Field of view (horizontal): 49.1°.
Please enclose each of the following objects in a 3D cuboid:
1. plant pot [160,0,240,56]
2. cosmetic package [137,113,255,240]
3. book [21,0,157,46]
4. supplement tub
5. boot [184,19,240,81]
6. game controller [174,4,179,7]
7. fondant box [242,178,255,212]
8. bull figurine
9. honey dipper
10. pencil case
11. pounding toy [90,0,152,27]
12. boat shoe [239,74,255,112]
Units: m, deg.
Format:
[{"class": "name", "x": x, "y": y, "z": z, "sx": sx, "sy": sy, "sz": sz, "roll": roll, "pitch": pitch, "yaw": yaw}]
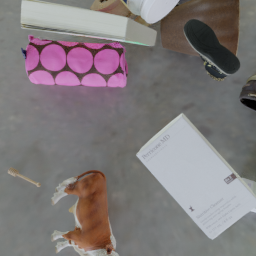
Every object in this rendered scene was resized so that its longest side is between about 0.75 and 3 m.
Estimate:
[{"class": "plant pot", "x": 1.926, "y": -2.761, "z": 7.755, "sx": 1.978, "sy": 1.849, "sz": 1.849, "roll": -1, "pitch": 61, "yaw": 14}, {"class": "cosmetic package", "x": 1.108, "y": 0.731, "z": 4.610, "sx": 1.012, "sy": 0.728, "sz": 1.794, "roll": -44, "pitch": 89, "yaw": 13}, {"class": "book", "x": -0.930, "y": -2.621, "z": 7.178, "sx": 2.902, "sy": 1.939, "sz": 0.697, "roll": 16, "pitch": 106, "yaw": 22}, {"class": "supplement tub", "x": 0.253, "y": -3.629, "z": 6.574, "sx": 1.442, "sy": 1.442, "sz": 1.988, "roll": -37, "pitch": 81, "yaw": -18}, {"class": "boot", "x": 1.338, "y": -1.249, "z": 4.719, "sx": 0.400, "sy": 0.838, "sz": 1.109, "roll": -43, "pitch": 83, "yaw": 5}, {"class": "game controller", "x": 1.335, "y": -3.948, "z": 9.159, "sx": 0.978, "sy": 0.206, "sz": 0.510, "roll": 24, "pitch": 50, "yaw": 12}, {"class": "fondant box", "x": 2.851, "y": 1.534, "z": 6.182, "sx": 0.845, "sy": 0.246, "sz": 0.610, "roll": 16, "pitch": 63, "yaw": 9}, {"class": "bull figurine", "x": -0.873, "y": 1.920, "z": 5.723, "sx": 1.286, "sy": 0.690, "sz": 2.118, "roll": -5, "pitch": 62, "yaw": -3}, {"class": "honey dipper", "x": -2.377, "y": 1.151, "z": 6.444, "sx": 0.833, "sy": 0.158, "sz": 0.158, "roll": 25, "pitch": 65, "yaw": 10}, {"class": "pencil case", "x": -1.303, "y": -1.712, "z": 7.292, "sx": 2.620, "sy": 1.189, "sz": 1.227, "roll": 3, "pitch": 94, "yaw": -4}, {"class": "pounding toy", "x": -0.107, "y": -3.764, "z": 8.744, "sx": 1.623, "sy": 1.628, "sz": 2.838, "roll": -26, "pitch": 51, "yaw": 18}, {"class": "boat shoe", "x": 3.951, "y": -0.283, "z": 6.844, "sx": 2.698, "sy": 1.005, "sz": 0.989, "roll": 37, "pitch": 77, "yaw": 27}]
